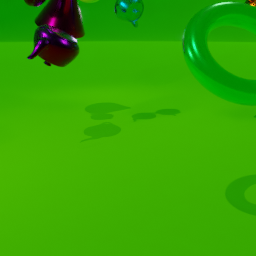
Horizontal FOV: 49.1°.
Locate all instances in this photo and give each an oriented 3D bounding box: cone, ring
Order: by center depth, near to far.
[{"bbox_3d":[1.496,-1.017,3.691,1.597,1.597,0.319,-3,-23,-9],"label":"ring"},{"bbox_3d":[-1.981,-3.975,8.830,1.657,1.663,1.657,15,35,-11],"label":"cone"}]

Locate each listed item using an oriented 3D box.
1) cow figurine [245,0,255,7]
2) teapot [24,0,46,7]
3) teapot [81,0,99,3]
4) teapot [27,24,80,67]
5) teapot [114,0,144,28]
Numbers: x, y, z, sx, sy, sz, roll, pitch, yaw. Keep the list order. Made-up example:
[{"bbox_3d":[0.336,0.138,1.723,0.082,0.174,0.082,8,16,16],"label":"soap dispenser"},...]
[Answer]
[{"bbox_3d":[3.789,-3.484,8.163,0.774,1.411,1.388,36,11,31],"label":"cow figurine"},{"bbox_3d":[-2.556,-3.764,7.589,0.789,0.621,1.268,-43,3,-33],"label":"teapot"},{"bbox_3d":[-1.083,-3.821,7.543,0.850,0.670,1.368,30,56,16],"label":"teapot"},{"bbox_3d":[-1.873,-1.977,7.014,1.163,0.916,1.870,34,20,4],"label":"teapot"},{"bbox_3d":[0.078,-3.601,8.335,0.927,1.491,0.730,-39,61,-8],"label":"teapot"}]
